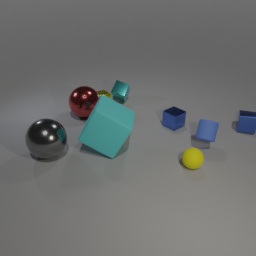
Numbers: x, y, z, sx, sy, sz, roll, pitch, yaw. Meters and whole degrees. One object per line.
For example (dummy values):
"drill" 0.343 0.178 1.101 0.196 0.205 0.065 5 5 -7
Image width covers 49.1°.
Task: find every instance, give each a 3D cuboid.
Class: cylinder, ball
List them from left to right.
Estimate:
"ball" -2.819 0.366 9.700 1.400 1.400 1.400 0 30 0
"ball" -1.908 -1.147 12.357 1.400 1.400 1.400 0 30 0
"ball" 2.150 1.010 9.284 0.700 0.700 0.700 0 30 0
"cylinder" 2.874 0.099 10.178 0.700 0.700 0.700 15 -2 1

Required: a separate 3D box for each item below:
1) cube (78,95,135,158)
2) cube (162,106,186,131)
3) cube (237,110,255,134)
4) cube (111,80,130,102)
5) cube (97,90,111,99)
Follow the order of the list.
"cube" -0.731 -0.071 9.959 1.400 1.400 1.400 29 27 -10
"cube" 1.932 -0.403 11.767 0.700 0.700 0.700 -23 37 -35
"cube" 4.865 -0.257 11.444 0.700 0.700 0.700 9 25 17
"cube" -0.355 -1.806 13.790 0.700 0.700 0.700 21 73 9
"cube" -1.275 -1.351 13.339 0.700 0.700 0.700 -12 28 -27
